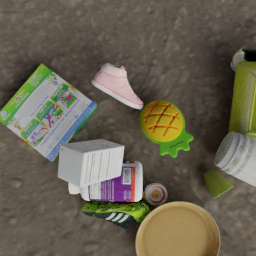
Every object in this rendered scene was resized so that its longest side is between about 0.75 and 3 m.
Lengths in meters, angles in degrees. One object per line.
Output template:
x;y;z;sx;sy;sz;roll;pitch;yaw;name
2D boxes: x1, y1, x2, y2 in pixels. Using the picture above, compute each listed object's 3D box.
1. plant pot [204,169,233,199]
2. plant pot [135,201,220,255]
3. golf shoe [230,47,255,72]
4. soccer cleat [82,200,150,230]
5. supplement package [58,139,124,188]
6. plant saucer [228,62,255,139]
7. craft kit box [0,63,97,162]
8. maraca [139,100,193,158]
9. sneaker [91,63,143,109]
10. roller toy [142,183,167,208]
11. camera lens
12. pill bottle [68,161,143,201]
3.219;1.993;10.269;0.846;0.846;0.904;-31;67;-5;plant pot
1.714;3.949;9.801;2.953;0.406;2.953;0;95;-4;plant pot
5.244;-2.279;10.485;2.630;1.278;1.030;20;78;13;golf shoe
-0.442;3.127;10.041;2.455;0.829;0.995;0;107;7;soccer cleat
-1.076;0.988;8.399;1.018;1.742;1.022;15;102;37;supplement package
5.339;-0.872;10.137;2.920;0.700;2.925;1;105;0;plant saucer
-3.091;-0.601;10.744;2.726;0.670;2.760;38;82;3;craft kit box
1.361;-0.036;10.223;1.596;1.245;2.328;-28;66;-2;maraca
-0.146;-1.565;10.149;2.131;0.802;1.114;29;101;-17;sneaker
1.007;2.410;10.226;0.885;0.618;0.807;35;82;5;roller toy
4.270;1.125;9.979;1.884;1.507;1.507;26;82;4;camera lens
-0.754;1.861;9.910;2.506;1.409;1.409;1;81;1;pill bottle
